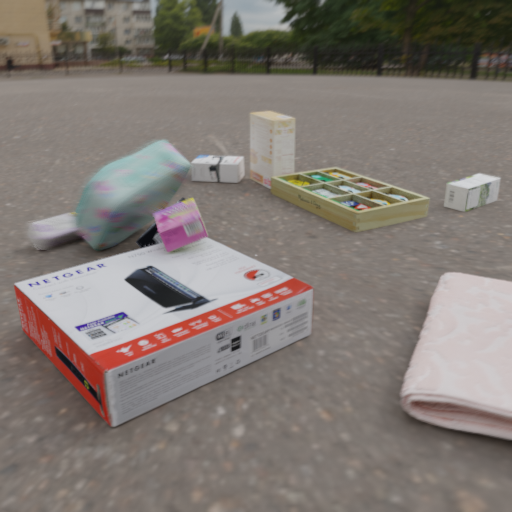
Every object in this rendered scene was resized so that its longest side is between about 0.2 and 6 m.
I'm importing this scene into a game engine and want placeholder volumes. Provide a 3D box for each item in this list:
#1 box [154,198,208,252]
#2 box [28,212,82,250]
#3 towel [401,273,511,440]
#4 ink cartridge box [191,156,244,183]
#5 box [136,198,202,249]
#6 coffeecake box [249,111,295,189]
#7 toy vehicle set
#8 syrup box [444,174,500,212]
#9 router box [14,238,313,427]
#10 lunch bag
[{"bbox_3d":[-1.274,-0.530,9.433,0.731,0.402,0.831,-22,31,-4],"label":"box"},{"bbox_3d":[-3.742,-0.703,12.039,2.230,0.431,0.462,-23,75,-45],"label":"box"},{"bbox_3d":[3.853,1.336,7.314,3.334,0.563,3.491,10,25,22],"label":"towel"},{"bbox_3d":[-1.114,-2.560,16.490,1.396,0.588,1.009,3,23,8],"label":"ink cartridge box"},{"bbox_3d":[-1.686,-0.510,10.981,0.999,0.619,0.982,-38,11,19],"label":"box"},{"bbox_3d":[0.433,-2.961,15.704,0.705,1.930,1.482,-11,25,-24],"label":"coffeecake box"},{"bbox_3d":[2.236,-1.521,14.179,2.221,0.474,3.574,-13,26,-29],"label":"toy vehicle set"},{"bbox_3d":[5.495,-1.620,14.222,1.561,0.614,0.635,-18,29,-37],"label":"syrup box"},{"bbox_3d":[-1.363,0.791,8.240,3.315,0.810,2.975,-19,29,-37],"label":"router box"},{"bbox_3d":[-2.514,-1.318,11.445,0.931,1.937,2.416,42,47,5],"label":"lunch bag"}]
